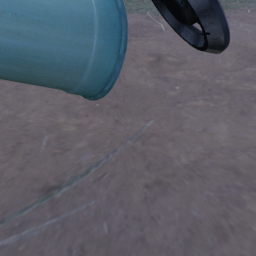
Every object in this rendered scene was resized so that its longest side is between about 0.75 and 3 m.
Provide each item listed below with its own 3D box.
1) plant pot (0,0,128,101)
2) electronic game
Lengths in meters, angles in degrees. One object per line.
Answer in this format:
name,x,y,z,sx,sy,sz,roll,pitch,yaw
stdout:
plant pot,-1.542,-1.683,5.067,2.208,2.254,2.254,0,31,-36
electronic game,0.849,-2.010,4.415,0.431,2.071,2.071,-40,42,6
